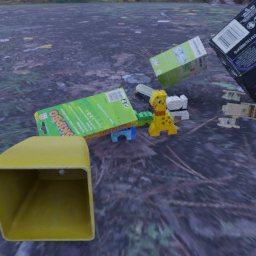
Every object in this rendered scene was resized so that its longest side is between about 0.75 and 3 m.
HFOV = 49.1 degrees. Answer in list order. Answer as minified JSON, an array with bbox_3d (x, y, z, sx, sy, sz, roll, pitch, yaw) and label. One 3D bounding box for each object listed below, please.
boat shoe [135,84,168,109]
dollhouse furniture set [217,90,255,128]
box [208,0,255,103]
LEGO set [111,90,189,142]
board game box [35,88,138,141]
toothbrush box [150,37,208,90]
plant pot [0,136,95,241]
[{"bbox_3d":[0.873,-0.874,8.865,1.460,0.454,0.545,26,35,-1],"label":"boat shoe"},{"bbox_3d":[2.930,-0.447,7.196,0.993,0.912,0.646,2,10,-32],"label":"dollhouse furniture set"},{"bbox_3d":[3.799,-2.116,8.268,2.792,1.707,1.481,19,35,-57],"label":"box"},{"bbox_3d":[0.447,-0.489,7.536,2.984,1.225,1.138,-7,30,-12],"label":"LEGO set"},{"bbox_3d":[-1.028,-0.232,6.842,2.294,0.344,1.096,-16,58,-13],"label":"board game box"},{"bbox_3d":[1.777,-2.180,9.630,1.744,1.270,0.751,-24,71,10],"label":"toothbrush box"},{"bbox_3d":[-1.278,0.884,4.778,1.483,1.482,1.308,0,28,0],"label":"plant pot"}]
